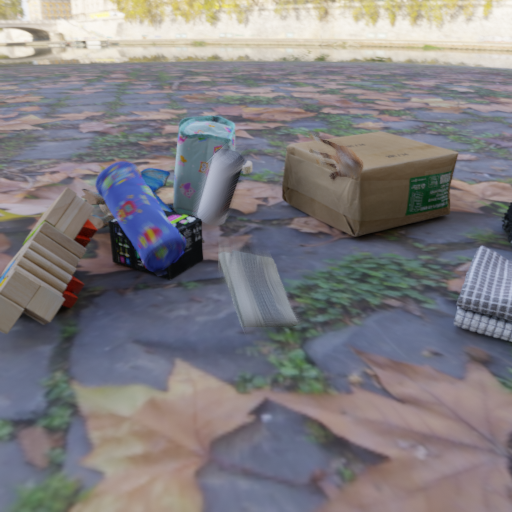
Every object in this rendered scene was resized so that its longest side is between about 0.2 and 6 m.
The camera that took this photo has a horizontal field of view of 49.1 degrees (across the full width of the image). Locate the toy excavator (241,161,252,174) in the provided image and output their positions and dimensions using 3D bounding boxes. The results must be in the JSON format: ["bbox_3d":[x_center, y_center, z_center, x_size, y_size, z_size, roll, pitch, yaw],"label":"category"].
[{"bbox_3d":[-0.895,-2.979,17.694,1.431,0.735,1.472,-4,38,-5],"label":"toy excavator"}]

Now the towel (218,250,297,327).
[{"bbox_3d":[0.056,0.528,9.130,1.303,0.234,1.354,7,54,-45],"label":"towel"}]

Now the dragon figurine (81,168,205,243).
[{"bbox_3d":[-2.619,-1.331,13.183,4.080,1.201,2.028,8,31,29],"label":"dragon figurine"}]

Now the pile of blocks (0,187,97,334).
[{"bbox_3d":[-3.806,0.318,10.248,1.216,1.607,3.914,38,26,-22],"label":"pile of blocks"}]

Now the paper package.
[{"bbox_3d":[2.805,-1.908,14.069,3.214,1.663,3.064,-13,28,-27],"label":"paper package"}]

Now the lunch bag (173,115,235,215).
[{"bbox_3d":[-1.328,-2.395,14.468,1.559,2.178,2.557,7,25,-4],"label":"lunch bag"}]

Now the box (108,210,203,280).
[{"bbox_3d":[-2.036,-0.309,11.433,1.552,0.964,1.152,14,28,28],"label":"box"}]

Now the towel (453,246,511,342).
[{"bbox_3d":[4.357,0.655,9.473,1.691,0.874,2.043,12,27,23],"label":"towel"}]

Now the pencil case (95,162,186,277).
[{"bbox_3d":[-2.083,-0.720,10.261,2.235,0.872,0.970,53,14,26],"label":"pencil case"}]

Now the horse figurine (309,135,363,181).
[{"bbox_3d":[1.695,-1.881,11.133,1.173,0.442,1.770,23,-3,21],"label":"horse figurine"}]

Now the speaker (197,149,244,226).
[{"bbox_3d":[-0.777,-1.446,11.994,0.649,1.597,0.649,14,35,-10],"label":"speaker"}]

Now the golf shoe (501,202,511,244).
[{"bbox_3d":[6.322,-0.736,12.570,1.261,1.037,2.668,17,34,8],"label":"golf shoe"}]
